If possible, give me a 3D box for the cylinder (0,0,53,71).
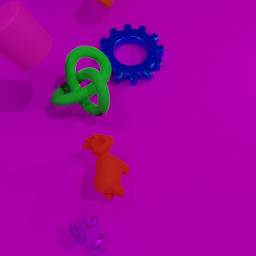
[{"bbox_3d":[-2.384,-1.984,6.089,1.056,1.056,1.056,-15,55,22],"label":"cylinder"}]

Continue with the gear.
[{"bbox_3d":[0.079,-2.224,8.421,1.950,0.361,1.950,0,69,0],"label":"gear"}]

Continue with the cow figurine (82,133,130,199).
[{"bbox_3d":[-0.572,0.862,6.660,0.762,1.366,1.388,-21,40,32],"label":"cow figurine"}]

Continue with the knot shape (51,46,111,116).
[{"bbox_3d":[-1.078,-1.075,7.345,1.885,0.871,1.764,-49,64,8],"label":"knot shape"}]

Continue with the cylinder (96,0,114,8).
[{"bbox_3d":[-0.698,-4.270,8.427,0.901,0.901,0.901,39,103,13],"label":"cylinder"}]

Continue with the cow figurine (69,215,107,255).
[{"bbox_3d":[-0.880,2.497,6.270,0.568,1.036,1.019,-9,86,25],"label":"cow figurine"}]
